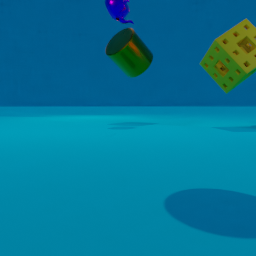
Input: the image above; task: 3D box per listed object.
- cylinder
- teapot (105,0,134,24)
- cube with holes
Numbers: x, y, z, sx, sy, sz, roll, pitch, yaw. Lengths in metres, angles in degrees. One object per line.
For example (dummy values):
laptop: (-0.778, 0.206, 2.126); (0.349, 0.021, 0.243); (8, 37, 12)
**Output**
cylinder: (0.057, -2.862, 10.741); (1.349, 1.349, 1.349); (5, -27, 46)
teapot: (-0.284, -4.197, 9.679); (0.766, 1.564, 0.973); (-22, 5, 20)
cube with holes: (3.292, -2.145, 8.530); (1.315, 1.315, 1.315); (-35, -11, -15)
